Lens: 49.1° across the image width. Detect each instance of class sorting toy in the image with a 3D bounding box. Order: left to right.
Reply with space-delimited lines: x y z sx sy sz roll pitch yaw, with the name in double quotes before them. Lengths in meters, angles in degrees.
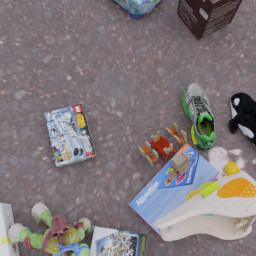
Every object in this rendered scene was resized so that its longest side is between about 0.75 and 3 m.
"sorting toy" 2.079 2.396 7.824 2.692 2.990 1.598 -24 56 -1

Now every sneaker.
"sneaker" 2.561 -0.527 9.647 0.950 1.038 2.436 -10 71 -3

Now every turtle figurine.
"turtle figurine" -1.920 3.453 8.034 2.648 2.731 1.966 17 77 33

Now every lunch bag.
"lunch bag" 0.287 -5.785 11.499 2.298 0.947 1.847 43 78 13

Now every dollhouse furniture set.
"dollhouse furniture set" 1.361 0.809 9.334 1.522 0.784 1.505 -34 52 -10

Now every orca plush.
"orca plush" 4.347 -0.022 9.468 1.528 1.033 2.905 -2 71 -1

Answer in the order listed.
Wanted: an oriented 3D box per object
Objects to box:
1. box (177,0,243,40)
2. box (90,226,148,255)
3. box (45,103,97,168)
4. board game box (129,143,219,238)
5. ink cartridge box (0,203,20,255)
"box" 3.106 -4.862 10.614 1.664 2.027 1.681 -29 73 -9
"box" -0.354 4.018 7.689 1.564 0.432 2.290 7 62 4
"box" -1.996 0.243 9.714 1.354 0.394 1.978 -16 72 -5
"board game box" 1.522 1.980 9.181 1.470 0.278 2.855 43 76 12
"ink cartridge box" -4.191 3.457 8.367 1.470 0.845 2.025 -16 72 -5
